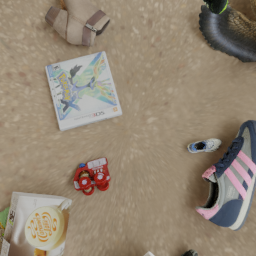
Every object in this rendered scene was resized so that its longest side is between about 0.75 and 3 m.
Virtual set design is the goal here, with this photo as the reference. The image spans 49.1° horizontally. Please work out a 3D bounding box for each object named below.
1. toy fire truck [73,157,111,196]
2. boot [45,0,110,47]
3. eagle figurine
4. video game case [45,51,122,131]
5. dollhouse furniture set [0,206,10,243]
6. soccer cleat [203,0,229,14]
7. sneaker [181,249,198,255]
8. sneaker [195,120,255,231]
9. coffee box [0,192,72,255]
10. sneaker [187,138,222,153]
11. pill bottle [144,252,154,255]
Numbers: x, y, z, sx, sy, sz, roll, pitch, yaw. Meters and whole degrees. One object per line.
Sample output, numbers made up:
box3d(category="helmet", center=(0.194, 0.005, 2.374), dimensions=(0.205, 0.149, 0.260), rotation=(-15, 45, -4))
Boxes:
box3d(category="toy fire truck", center=(-0.977, 1.283, 7.578), dimensions=(1.012, 0.567, 0.850), rotation=(-16, 55, -4))
box3d(category="boot", center=(-1.321, -3.580, 8.448), dimensions=(1.693, 0.813, 2.316), rotation=(25, 82, 0))
box3d(category="eagle figurine", center=(3.794, -2.906, 7.964), dimensions=(2.183, 2.171, 2.877), rotation=(-3, 38, -40))
box3d(category="video game case", center=(-1.303, -1.101, 8.166), dimensions=(1.831, 0.221, 2.009), rotation=(-15, 79, -3))
box3d(category="dollhouse furniture set", center=(-3.103, 2.624, 7.311), dimensions=(0.543, 0.419, 1.086), rotation=(-34, 81, -7))
box3d(category="soccer cleat", center=(1.648, -2.659, 5.688), dimensions=(0.480, 0.400, 1.184), rotation=(15, 38, -21))
box3d(category="sneaker", center=(1.422, 3.715, 7.120), dimensions=(0.522, 0.496, 1.316), rotation=(35, 88, -6))
box3d(category="sneaker", center=(2.654, 1.061, 7.312), dimensions=(1.212, 1.037, 2.956), rotation=(17, 78, 0))
box3d(category="coffee box", center=(-2.286, 2.805, 6.739), dimensions=(1.331, 0.928, 2.327), rotation=(15, 76, -31))
box3d(category="sneaker", center=(2.158, 0.497, 7.749), dimensions=(0.963, 0.410, 0.371), rotation=(-13, 79, -3))
box3d(category="pill bottle", center=(0.002, 4.076, 6.593), dimensions=(2.223, 1.247, 1.247), rotation=(-42, 81, -7))
